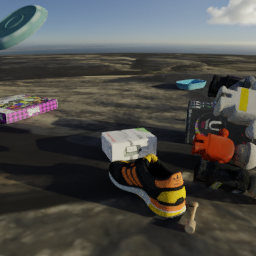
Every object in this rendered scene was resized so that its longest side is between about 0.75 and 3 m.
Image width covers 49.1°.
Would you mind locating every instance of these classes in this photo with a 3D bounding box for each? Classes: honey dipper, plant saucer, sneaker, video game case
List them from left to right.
[{"bbox_3d":[-4.788,-0.879,11.833,2.409,0.476,2.658,11,22,29],"label":"video game case"},{"bbox_3d":[-3.758,-3.481,9.439,2.248,0.308,2.248,-14,48,16],"label":"plant saucer"},{"bbox_3d":[0.349,0.901,5.798,0.774,0.996,2.213,-13,23,-33],"label":"sneaker"},{"bbox_3d":[1.176,1.596,5.104,0.165,0.165,0.871,6,17,18],"label":"honey dipper"}]

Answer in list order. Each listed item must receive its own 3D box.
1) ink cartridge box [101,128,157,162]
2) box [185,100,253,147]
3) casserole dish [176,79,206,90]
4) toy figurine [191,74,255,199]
[{"bbox_3d":[0.007,0.444,7.824,1.314,0.552,0.956,-7,20,-20],"label":"ink cartridge box"},{"bbox_3d":[2.759,-0.133,8.539,1.921,1.174,1.019,4,20,14],"label":"box"},{"bbox_3d":[3.883,-2.668,17.206,2.059,0.399,1.247,-16,25,-37],"label":"casserole dish"},{"bbox_3d":[2.453,0.125,5.997,1.684,2.382,2.420,14,18,7],"label":"toy figurine"}]
